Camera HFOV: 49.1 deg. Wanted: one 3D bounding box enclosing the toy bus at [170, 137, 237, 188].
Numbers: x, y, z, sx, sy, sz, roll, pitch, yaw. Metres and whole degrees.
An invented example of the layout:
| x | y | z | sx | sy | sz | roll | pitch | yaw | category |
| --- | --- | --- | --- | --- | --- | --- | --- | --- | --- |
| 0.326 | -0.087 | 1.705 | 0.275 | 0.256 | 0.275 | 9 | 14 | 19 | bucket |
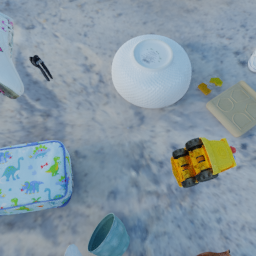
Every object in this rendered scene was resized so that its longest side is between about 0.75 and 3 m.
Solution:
| x | y | z | sx | sy | sz | roll | pitch | yaw | category |
| --- | --- | --- | --- | --- | --- | --- | --- | --- | --- |
| 1.446 | 0.601 | 5.129 | 1.027 | 1.070 | 0.726 | -6 | 68 | -29 | toy bus |

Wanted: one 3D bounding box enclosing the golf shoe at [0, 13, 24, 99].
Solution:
| x | y | z | sx | sy | sz | roll | pitch | yaw | category |
| --- | --- | --- | --- | --- | --- | --- | --- | --- | --- |
| -3.089 | -2.016 | 6.355 | 1.296 | 1.022 | 2.814 | -32 | 95 | -9 | golf shoe |

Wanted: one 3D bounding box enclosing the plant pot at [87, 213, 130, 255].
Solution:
| x | y | z | sx | sy | sz | roll | pitch | yaw | category |
| --- | --- | --- | --- | --- | --- | --- | --- | --- | --- |
| -0.435 | 2.951 | 7.410 | 0.753 | 1.124 | 1.124 | 40 | 67 | -11 | plant pot |

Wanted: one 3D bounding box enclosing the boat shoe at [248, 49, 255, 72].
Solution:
| x | y | z | sx | sy | sz | roll | pitch | yaw | category |
| --- | --- | --- | --- | --- | --- | --- | --- | --- | --- |
| 4.971 | -2.751 | 10.527 | 0.525 | 0.479 | 1.459 | 29 | 67 | 14 | boat shoe |

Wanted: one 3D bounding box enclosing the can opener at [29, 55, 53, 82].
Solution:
| x | y | z | sx | sy | sz | roll | pitch | yaw | category |
| --- | --- | --- | --- | --- | --- | --- | --- | --- | --- |
| -2.381 | -1.674 | 7.820 | 0.278 | 0.876 | 0.344 | -46 | 42 | -10 | can opener |

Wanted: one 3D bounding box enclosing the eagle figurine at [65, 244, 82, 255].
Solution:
| x | y | z | sx | sy | sz | roll | pitch | yaw | category |
| --- | --- | --- | --- | --- | --- | --- | --- | --- | --- |
| -1.046 | 4.230 | 6.357 | 2.554 | 1.928 | 1.938 | 21 | 34 | 24 | eagle figurine |

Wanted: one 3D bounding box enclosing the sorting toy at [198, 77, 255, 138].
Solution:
| x | y | z | sx | sy | sz | roll | pitch | yaw | category |
| --- | --- | --- | --- | --- | --- | --- | --- | --- | --- |
| 3.604 | -0.926 | 9.744 | 1.700 | 0.305 | 2.282 | -34 | 68 | -11 | sorting toy |

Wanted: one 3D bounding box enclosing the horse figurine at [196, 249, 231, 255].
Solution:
| x | y | z | sx | sy | sz | roll | pitch | yaw | category |
| --- | --- | --- | --- | --- | --- | --- | --- | --- | --- |
| 1.780 | 4.266 | 6.781 | 1.847 | 0.696 | 2.787 | 9 | 71 | 22 | horse figurine |

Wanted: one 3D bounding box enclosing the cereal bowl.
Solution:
| x | y | z | sx | sy | sz | roll | pitch | yaw | category |
| --- | --- | --- | --- | --- | --- | --- | --- | --- | --- |
| 0.850 | -2.216 | 9.860 | 2.922 | 1.217 | 2.922 | 0 | 63 | -1 | cereal bowl |

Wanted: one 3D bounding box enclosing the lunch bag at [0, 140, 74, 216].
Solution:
| x | y | z | sx | sy | sz | roll | pitch | yaw | category |
| --- | --- | --- | --- | --- | --- | --- | --- | --- | --- |
| -2.858 | 1.401 | 8.136 | 2.436 | 1.004 | 1.958 | -9 | 65 | -4 | lunch bag |
